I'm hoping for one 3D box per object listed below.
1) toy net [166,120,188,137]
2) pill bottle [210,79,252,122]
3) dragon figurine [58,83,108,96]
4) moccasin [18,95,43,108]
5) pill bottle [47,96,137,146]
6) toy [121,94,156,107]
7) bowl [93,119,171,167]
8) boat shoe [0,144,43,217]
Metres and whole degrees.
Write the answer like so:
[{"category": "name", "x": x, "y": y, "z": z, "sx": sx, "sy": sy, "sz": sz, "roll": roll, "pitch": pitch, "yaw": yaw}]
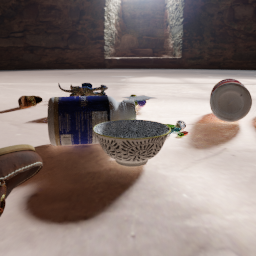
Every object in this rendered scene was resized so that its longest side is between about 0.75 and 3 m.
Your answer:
[{"category": "toy net", "x": 1.610, "y": -0.046, "z": 8.902, "sx": 0.750, "sy": 0.276, "sz": 1.430, "roll": 7, "pitch": 16, "yaw": 25}, {"category": "pill bottle", "x": 3.937, "y": -1.173, "z": 10.916, "sx": 1.434, "sy": 1.434, "sz": 2.617, "roll": 4, "pitch": 15, "yaw": 16}, {"category": "dragon figurine", "x": -2.427, "y": -2.017, "z": 15.302, "sx": 2.853, "sy": 0.839, "sz": 1.418, "roll": 10, "pitch": 18, "yaw": 32}, {"category": "moccasin", "x": -4.516, "y": -1.238, "z": 13.012, "sx": 0.614, "sy": 0.581, "sz": 1.590, "roll": -5, "pitch": 4, "yaw": 15}, {"category": "pill bottle", "x": -0.950, "y": -0.212, "z": 7.539, "sx": 2.254, "sy": 1.305, "sz": 1.305, "roll": -2, "pitch": 15, "yaw": -10}, {"category": "toy", "x": 0.490, "y": -1.250, "z": 13.087, "sx": 1.197, "sy": 0.491, "sz": 2.079, "roll": -6, "pitch": 14, "yaw": -12}, {"category": "bowl", "x": 0.079, "y": 0.367, "z": 6.286, "sx": 1.707, "sy": 0.801, "sz": 1.707, "roll": 1, "pitch": 14, "yaw": 0}, {"category": "boat shoe", "x": -2.238, "y": 1.023, "z": 3.874, "sx": 0.951, "sy": 0.952, "sz": 2.705, "roll": 46, "pitch": 35, "yaw": 14}]
